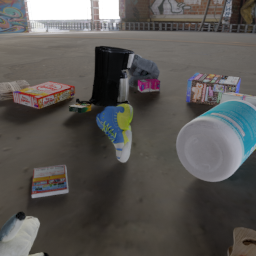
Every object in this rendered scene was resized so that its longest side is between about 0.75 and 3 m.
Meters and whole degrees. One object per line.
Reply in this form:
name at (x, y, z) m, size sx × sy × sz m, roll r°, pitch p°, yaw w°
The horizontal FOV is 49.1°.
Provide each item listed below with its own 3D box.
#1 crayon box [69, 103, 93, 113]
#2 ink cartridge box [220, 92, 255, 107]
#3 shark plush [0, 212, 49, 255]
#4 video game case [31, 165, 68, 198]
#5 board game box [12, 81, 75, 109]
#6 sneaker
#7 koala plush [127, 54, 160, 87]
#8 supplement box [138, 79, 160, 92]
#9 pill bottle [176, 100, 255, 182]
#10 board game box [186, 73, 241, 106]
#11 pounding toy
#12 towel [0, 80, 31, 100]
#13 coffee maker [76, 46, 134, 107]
crayon box at (-1.900, -0.816, 11.394) m, size 0.580 × 0.238 × 0.922 m, roll 9°, pitch 16°, yaw 21°
ink cartridge box at (3.955, -0.459, 9.276) m, size 1.668 × 1.207 × 1.212 m, roll 16°, pitch 16°, yaw 33°
shark plush at (-2.242, 2.297, 4.415) m, size 0.934 × 1.019 × 2.243 m, roll -4°, pitch 36°, yaw 45°
video game case at (-1.927, 1.286, 6.928) m, size 0.828 × 0.101 × 1.158 m, roll -6°, pitch 24°, yaw -13°
board game box at (-3.788, -1.547, 12.808) m, size 1.680 × 0.513 × 2.217 m, roll 14°, pitch 28°, yaw 29°
sneaker at (-0.432, 0.111, 8.230) m, size 1.096 × 0.790 × 2.086 m, roll 4°, pitch 45°, yaw 0°
koala plush at (0.603, -3.157, 15.340) m, size 1.735 × 1.674 × 1.888 m, roll 1°, pitch 20°, yaw -28°
supplement box at (1.062, -2.154, 14.178) m, size 1.034 × 0.523 × 0.534 m, roll -7°, pitch 25°, yaw -15°
pill bottle at (2.686, 0.161, 7.602) m, size 1.604 × 1.604 × 2.895 m, roll 19°, pitch 30°, yaw 36°
board game box at (3.857, -1.750, 12.655) m, size 2.085 × 1.009 × 1.662 m, roll 11°, pitch 26°, yaw 24°
pounding toy at (1.832, 1.957, 4.121) m, size 1.984 × 1.138 × 1.135 m, roll -12°, pitch 31°, yaw -25°
towel at (-5.686, -1.939, 13.846) m, size 1.563 × 0.407 × 2.359 m, roll -12°, pitch 26°, yaw -27°
coffee maker at (-0.868, -2.172, 11.754) m, size 1.586 × 2.354 × 2.261 m, roll 22°, pitch 26°, yaw 37°
